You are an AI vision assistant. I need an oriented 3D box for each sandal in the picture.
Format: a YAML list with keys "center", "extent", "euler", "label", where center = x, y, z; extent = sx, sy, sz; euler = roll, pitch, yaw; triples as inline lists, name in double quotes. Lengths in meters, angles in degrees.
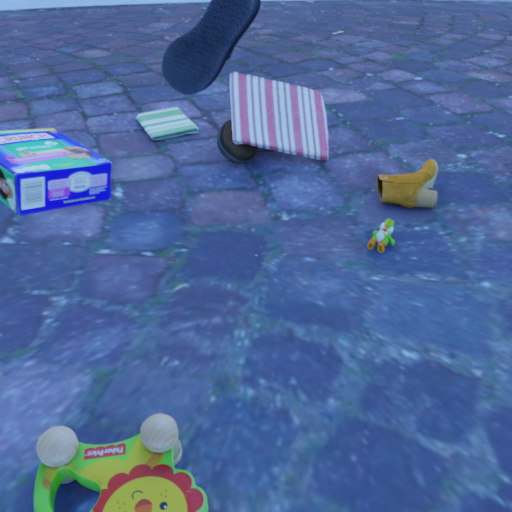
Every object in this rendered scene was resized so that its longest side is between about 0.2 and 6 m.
- center: [-0.688, -3.452, 9.052]
  extent: [2.406, 0.915, 0.515]
  euler: [-31, 9, 44]
  label: "sandal"

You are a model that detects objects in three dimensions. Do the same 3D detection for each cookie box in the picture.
- center: [-2.226, -0.899, 5.689]
  extent: [1.191, 0.447, 1.019]
  euler: [30, 33, 34]
  label: "cookie box"

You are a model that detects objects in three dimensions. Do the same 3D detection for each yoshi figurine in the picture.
- center: [2.417, -0.363, 10.680]
  extent: [0.429, 0.431, 0.767]
  euler: [-21, 26, 53]
  label: "yoshi figurine"

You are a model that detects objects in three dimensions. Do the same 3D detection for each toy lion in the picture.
- center: [-1.461, 2.690, 6.069]
  extent: [1.852, 0.636, 1.775]
  euler: [-5, 43, -7]
  label: "toy lion"

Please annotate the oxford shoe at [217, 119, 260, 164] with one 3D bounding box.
- center: [-0.003, -3.275, 13.774]
  extent: [1.093, 1.270, 3.008]
  euler: [44, 43, -9]
  label: "oxford shoe"

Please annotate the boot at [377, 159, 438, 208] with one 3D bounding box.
- center: [3.271, -1.668, 12.210]
  extent: [1.245, 0.612, 1.739]
  euler: [11, 42, 6]
  label: "boot"

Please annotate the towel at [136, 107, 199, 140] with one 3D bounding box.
- center: [-2.499, -3.668, 15.517]
  extent: [1.352, 0.207, 1.772]
  euler: [-15, 39, -21]
  label: "towel"

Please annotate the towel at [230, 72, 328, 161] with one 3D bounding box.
- center: [0.556, -3.303, 13.467]
  extent: [2.577, 0.386, 1.886]
  euler: [6, 68, -23]
  label: "towel"
